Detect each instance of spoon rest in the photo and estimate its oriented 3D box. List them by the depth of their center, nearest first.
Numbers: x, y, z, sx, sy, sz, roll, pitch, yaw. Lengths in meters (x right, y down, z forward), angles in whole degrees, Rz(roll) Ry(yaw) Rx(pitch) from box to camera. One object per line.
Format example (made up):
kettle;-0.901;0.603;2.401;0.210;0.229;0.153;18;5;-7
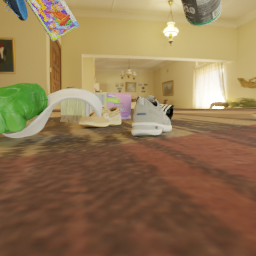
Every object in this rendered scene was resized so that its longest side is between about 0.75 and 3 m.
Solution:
spoon rest;-1.709;-0.366;5.994;2.239;0.679;1.112;-13;39;8

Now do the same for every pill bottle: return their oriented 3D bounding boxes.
pill bottle;1.343;-2.651;5.318;0.754;0.754;1.333;2;-20;24

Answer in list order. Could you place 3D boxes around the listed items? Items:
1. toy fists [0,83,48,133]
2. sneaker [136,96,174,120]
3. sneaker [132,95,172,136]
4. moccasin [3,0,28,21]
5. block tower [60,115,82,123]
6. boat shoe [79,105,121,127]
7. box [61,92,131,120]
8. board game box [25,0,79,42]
toy fists;-3.097;-0.328;5.783;2.804;0.964;1.429;2;18;24
sneaker;1.187;-0.744;12.867;1.618;1.061;2.812;8;12;-6
sneaker;0.668;-0.361;7.138;0.863;0.947;2.310;1;5;12
moccasin;-3.634;-4.080;8.699;0.527;1.546;0.622;-5;49;8
block tower;-2.288;-0.378;11.249;1.080;0.312;0.292;3;5;39
boat shoe;-0.889;-0.409;9.107;0.760;0.713;2.061;2;5;25
box;-1.480;-1.022;13.245;2.556;1.236;2.249;3;6;28
board game box;-2.323;-3.549;8.636;0.968;1.440;0.322;-36;19;-10
